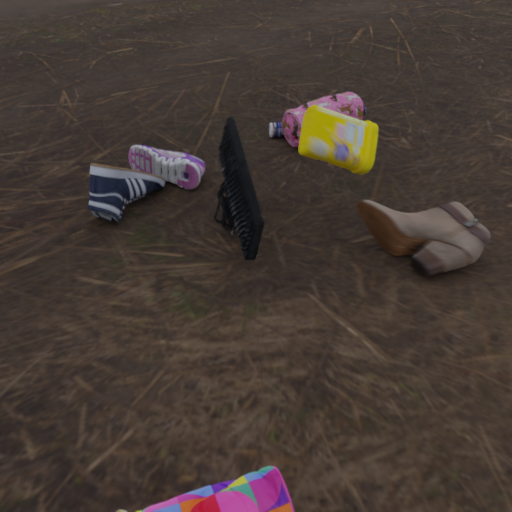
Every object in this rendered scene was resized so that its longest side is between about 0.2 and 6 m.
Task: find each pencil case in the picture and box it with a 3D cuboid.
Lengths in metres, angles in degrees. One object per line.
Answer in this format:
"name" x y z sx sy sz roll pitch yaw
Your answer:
"pencil case" 1.877 -3.805 15.648 2.484 1.028 1.074 -23 53 -28
"pencil case" -0.762 3.190 6.445 2.436 1.077 1.077 -9 38 -15

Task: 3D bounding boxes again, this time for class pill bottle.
"pill bottle" 0.753 -3.573 15.867 0.731 0.406 0.406 -4 37 -5

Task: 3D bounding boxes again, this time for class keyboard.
"keyboard" -0.555 -1.273 11.569 0.653 1.715 3.296 -3 49 -13

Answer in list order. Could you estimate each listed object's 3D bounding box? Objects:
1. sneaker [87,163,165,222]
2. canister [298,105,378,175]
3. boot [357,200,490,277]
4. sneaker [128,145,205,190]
"sneaker" -2.973 -1.377 12.767 0.775 1.200 2.213 12 6 29
"canister" 1.735 -2.473 11.898 1.536 1.141 0.665 13 -10 -21
"boot" 3.443 -0.622 11.349 1.721 0.827 2.355 -31 65 -20
"sneaker" -2.155 -2.279 13.915 2.083 0.838 0.921 18 34 16
